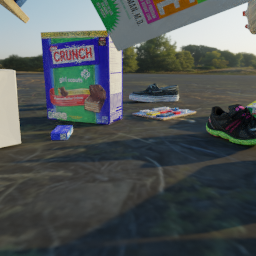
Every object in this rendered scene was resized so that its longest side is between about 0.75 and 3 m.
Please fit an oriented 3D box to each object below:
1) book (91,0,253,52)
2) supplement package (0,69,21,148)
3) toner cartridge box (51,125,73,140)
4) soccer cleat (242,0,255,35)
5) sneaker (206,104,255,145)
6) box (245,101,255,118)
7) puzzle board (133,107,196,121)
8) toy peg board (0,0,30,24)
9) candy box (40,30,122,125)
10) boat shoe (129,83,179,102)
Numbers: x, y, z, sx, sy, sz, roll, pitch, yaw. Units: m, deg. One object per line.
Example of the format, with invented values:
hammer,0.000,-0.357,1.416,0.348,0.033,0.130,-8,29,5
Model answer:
book,0.531,-2.297,4.267,2.314,1.546,0.556,-15,38,25
supplement package,-4.030,-0.462,6.353,2.249,1.730,2.352,-12,18,-42
toner cartridge box,-1.714,0.113,7.321,0.413,0.188,0.870,1,13,-2
soccer cleat,3.062,-3.083,6.090,0.898,2.315,0.802,16,53,30
sneaker,2.723,-0.116,6.786,0.798,0.871,2.080,-9,16,-32
box,4.916,-0.593,9.656,1.290,0.532,2.198,9,14,32
puzzle board,1.361,-0.583,10.369,1.957,0.170,1.475,-12,18,-42
toy peg board,-2.544,-2.995,5.132,1.556,0.764,1.563,38,-2,15
candy box,-1.445,-1.652,9.050,2.388,2.825,1.088,5,14,22
boat shoe,1.288,-1.766,13.800,2.537,0.900,0.914,-3,14,-14
